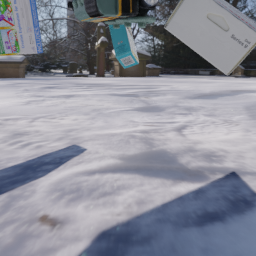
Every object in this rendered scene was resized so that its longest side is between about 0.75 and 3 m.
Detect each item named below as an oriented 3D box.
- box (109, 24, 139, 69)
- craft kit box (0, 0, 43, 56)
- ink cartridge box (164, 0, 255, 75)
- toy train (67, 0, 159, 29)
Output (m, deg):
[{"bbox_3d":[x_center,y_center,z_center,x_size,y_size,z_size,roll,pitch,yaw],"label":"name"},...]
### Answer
[{"bbox_3d":[-0.240,-3.323,9.604,0.574,2.334,0.961,-16,-17,14],"label":"box"},{"bbox_3d":[-4.118,-3.508,8.487,2.640,2.673,0.648,-11,36,-20],"label":"craft kit box"},{"bbox_3d":[2.336,-2.687,7.413,1.972,1.188,2.714,37,31,3],"label":"ink cartridge box"},{"bbox_3d":[-0.296,-2.114,4.668,1.121,0.838,1.967,-7,20,-25],"label":"toy train"}]
